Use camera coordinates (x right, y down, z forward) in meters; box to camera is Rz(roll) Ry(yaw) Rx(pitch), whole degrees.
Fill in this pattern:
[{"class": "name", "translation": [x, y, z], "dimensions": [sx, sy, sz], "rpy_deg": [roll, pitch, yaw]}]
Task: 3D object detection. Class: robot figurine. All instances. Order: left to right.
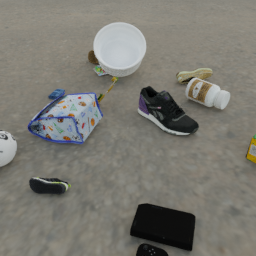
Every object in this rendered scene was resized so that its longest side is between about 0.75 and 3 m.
[{"class": "robot figurine", "translation": [-4.720, 0.539, 9.342], "dimensions": [2.012, 1.255, 1.512], "rpy_deg": [14, 45, 18]}]

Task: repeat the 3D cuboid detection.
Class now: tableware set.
[{"class": "tableware set", "translation": [-0.975, -1.658, 12.373], "dimensions": [0.235, 1.529, 1.030], "rpy_deg": [38, 13, -2]}]

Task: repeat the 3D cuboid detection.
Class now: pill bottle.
[{"class": "pill bottle", "translation": [3.537, -1.499, 12.434], "dimensions": [1.744, 0.997, 0.997], "rpy_deg": [29, 45, 34]}]

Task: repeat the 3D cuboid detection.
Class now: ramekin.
[{"class": "ramekin", "translation": [-0.431, -4.026, 14.759], "dimensions": [2.679, 1.306, 2.679], "rpy_deg": [0, 76, -2]}]

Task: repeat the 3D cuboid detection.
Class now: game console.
[{"class": "game console", "translation": [0.717, 3.005, 6.691], "dimensions": [1.590, 0.325, 2.696], "rpy_deg": [9, 37, 13]}]

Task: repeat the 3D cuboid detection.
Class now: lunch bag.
[{"class": "lunch bag", "translation": [-2.444, -0.452, 10.705], "dimensions": [2.271, 1.406, 1.931], "rpy_deg": [0, 33, 25]}]

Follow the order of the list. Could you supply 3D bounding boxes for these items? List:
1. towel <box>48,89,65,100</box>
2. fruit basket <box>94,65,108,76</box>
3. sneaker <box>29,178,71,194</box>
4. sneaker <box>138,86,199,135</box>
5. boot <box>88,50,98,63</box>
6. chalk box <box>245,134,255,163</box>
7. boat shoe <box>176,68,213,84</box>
[{"class": "towel", "translation": [-3.400, -1.638, 13.327], "dimensions": [0.466, 0.202, 0.834], "rpy_deg": [11, 37, 17]}, {"class": "fruit basket", "translation": [-1.432, -3.149, 15.326], "dimensions": [0.716, 0.363, 0.773], "rpy_deg": [-19, 43, -25]}, {"class": "sneaker", "translation": [-2.365, 1.743, 8.506], "dimensions": [1.259, 0.451, 0.521], "rpy_deg": [9, 12, 12]}, {"class": "sneaker", "translation": [1.507, -0.754, 11.146], "dimensions": [2.916, 1.277, 1.104], "rpy_deg": [29, 45, 34]}, {"class": "boot", "translation": [-1.285, -4.308, 16.631], "dimensions": [2.015, 0.773, 1.564], "rpy_deg": [0, 11, 45]}, {"class": "chalk box", "translation": [4.950, 0.537, 9.581], "dimensions": [1.602, 0.996, 0.991], "rpy_deg": [-30, 45, -33]}, {"class": "boat shoe", "translation": [3.467, -2.560, 14.358], "dimensions": [1.919, 0.688, 0.731], "rpy_deg": [-11, 50, -3]}]
